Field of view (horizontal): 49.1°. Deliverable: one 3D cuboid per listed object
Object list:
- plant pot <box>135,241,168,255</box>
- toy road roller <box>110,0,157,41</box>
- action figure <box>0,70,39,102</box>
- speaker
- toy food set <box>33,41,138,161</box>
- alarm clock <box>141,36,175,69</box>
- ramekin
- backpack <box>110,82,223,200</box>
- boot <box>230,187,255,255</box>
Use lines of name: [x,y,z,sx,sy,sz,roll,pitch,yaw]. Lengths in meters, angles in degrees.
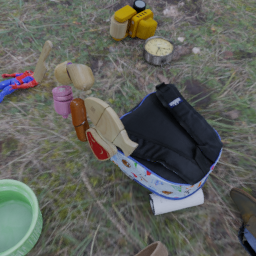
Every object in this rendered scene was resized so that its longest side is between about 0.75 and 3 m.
plant pot: [0.540,3.475,6.131,1.465,1.465,1.277,-35,80,-23]
toy road roller: [0.330,-4.393,11.995,1.984,1.219,1.448,-38,73,-25]
action figure: [-4.235,-1.598,10.256,2.699,0.697,0.883,-32,57,-25]
speaker: [1.317,1.934,7.629,1.410,0.573,0.573,-11,54,-8]
toy food set: [-0.981,-0.450,6.225,0.456,1.840,2.895,-32,84,-39]
alarm clock: [1.279,-2.962,11.245,1.293,0.638,1.917,-10,52,-8]
ramekin: [-3.131,2.391,7.042,1.966,0.960,1.966,0,53,0]
backpack: [1.028,0.599,7.649,2.685,2.172,2.819,34,65,27]
boot: [3.105,2.456,7.166,0.916,0.706,1.889,-26,59,-21]
